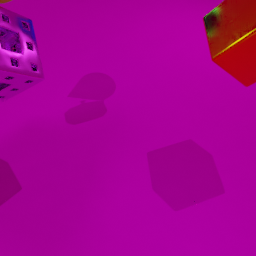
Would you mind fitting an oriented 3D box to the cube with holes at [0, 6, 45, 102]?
[{"bbox_3d":[-2.668,-1.394,5.362,1.322,1.322,1.322,-19,80,28],"label":"cube with holes"}]

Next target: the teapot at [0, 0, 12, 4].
[{"bbox_3d":[-2.350,-2.697,5.128,0.732,0.577,1.178,-29,9,-1],"label":"teapot"}]

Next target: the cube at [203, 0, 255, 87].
[{"bbox_3d":[2.472,-1.862,5.593,1.291,1.291,1.291,23,52,-33],"label":"cube"}]
